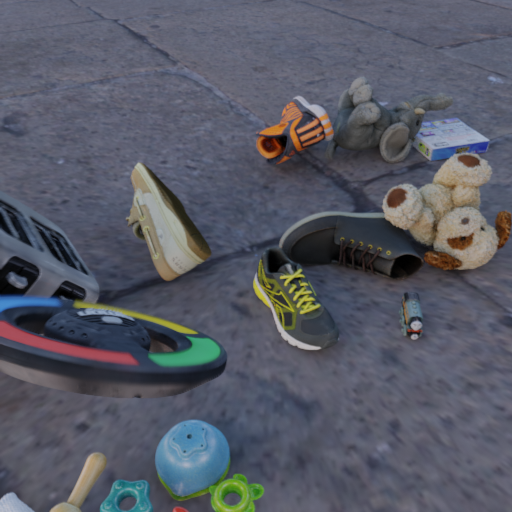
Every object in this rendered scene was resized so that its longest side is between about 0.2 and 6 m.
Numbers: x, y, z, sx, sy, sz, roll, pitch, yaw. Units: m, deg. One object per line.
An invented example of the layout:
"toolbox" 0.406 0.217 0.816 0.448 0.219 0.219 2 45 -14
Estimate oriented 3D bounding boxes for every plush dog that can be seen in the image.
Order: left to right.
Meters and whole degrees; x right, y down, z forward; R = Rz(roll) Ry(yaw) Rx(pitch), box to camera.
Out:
"plush dog" 3.245 -0.492 9.376 1.950 1.564 1.675 -27 60 -6

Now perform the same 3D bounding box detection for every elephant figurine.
"elephant figurine" 2.891 -2.814 12.181 2.208 1.713 1.562 15 70 -22

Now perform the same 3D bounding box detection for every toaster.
"toaster" -3.394 0.119 7.610 1.240 1.890 2.090 -45 54 2

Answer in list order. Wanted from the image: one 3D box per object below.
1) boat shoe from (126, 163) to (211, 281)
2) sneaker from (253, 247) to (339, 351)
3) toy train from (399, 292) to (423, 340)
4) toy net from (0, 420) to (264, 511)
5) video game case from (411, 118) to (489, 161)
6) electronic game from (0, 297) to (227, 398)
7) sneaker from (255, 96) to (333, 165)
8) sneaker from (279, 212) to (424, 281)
"boat shoe" -1.665 -0.625 9.209 0.889 0.991 2.677 -41 43 5
"sneaker" 0.510 0.591 8.133 0.715 0.812 1.920 -21 43 -24
"toy train" 2.254 0.859 8.110 0.310 0.414 0.727 3 37 5
"toy net" -1.441 2.702 5.671 2.892 0.559 1.517 -21 45 -22
"video game case" 4.283 -2.670 12.761 1.440 0.327 1.306 -10 39 -13
"electronic game" -1.189 0.606 4.228 1.979 0.412 1.979 13 2 0
"sneaker" 0.601 -2.725 12.172 1.439 0.996 2.569 -26 17 -3
"sneaker" 1.545 -0.110 9.025 2.203 0.824 1.170 -9 38 -14
